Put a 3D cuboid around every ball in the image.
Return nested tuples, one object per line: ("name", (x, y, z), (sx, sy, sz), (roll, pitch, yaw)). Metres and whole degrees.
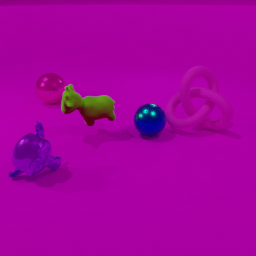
("ball", (0.614, -0.234, 7.856), (0.925, 0.925, 0.925), (0, 26, 0))
("ball", (-2.760, -1.421, 10.056), (1.097, 1.097, 1.097), (0, 26, 0))

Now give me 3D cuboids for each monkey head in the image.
("monkey head", (-2.013, 0.601, 6.195), (0.831, 1.379, 0.992), (23, -7, 30))

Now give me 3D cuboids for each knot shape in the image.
("knot shape", (1.889, -0.654, 8.056), (1.795, 1.918, 0.886), (-26, -1, 17))

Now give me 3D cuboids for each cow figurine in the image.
("cow figurine", (-1.047, -0.629, 7.451), (1.378, 1.356, 0.756), (-11, 57, 6))
